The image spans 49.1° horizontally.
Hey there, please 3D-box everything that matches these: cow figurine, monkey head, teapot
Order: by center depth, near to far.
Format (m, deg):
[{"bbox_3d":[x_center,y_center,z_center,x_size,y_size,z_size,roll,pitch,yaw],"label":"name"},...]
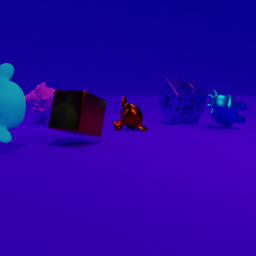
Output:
[{"bbox_3d":[-2.373,-0.399,4.924,1.042,1.448,0.872,7,-19,-37],"label":"monkey head"},{"bbox_3d":[0.008,-0.277,7.784,0.814,1.132,0.682,-33,-2,-37],"label":"monkey head"},{"bbox_3d":[2.736,-0.527,8.122,1.362,0.760,1.384,14,-13,-10],"label":"cow figurine"},{"bbox_3d":[-2.625,-0.865,8.577,0.952,0.798,1.323,-36,-3,-19],"label":"monkey head"},{"bbox_3d":[-3.021,-0.646,9.693,0.734,0.931,1.498,37,6,-8],"label":"teapot"}]

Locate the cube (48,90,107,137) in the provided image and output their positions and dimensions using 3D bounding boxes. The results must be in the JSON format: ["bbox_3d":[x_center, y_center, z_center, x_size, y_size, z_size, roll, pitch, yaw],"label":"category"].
[{"bbox_3d":[-1.005,-0.284,5.657,0.786,0.786,0.786,5,-7,30],"label":"cube"}]

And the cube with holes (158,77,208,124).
[{"bbox_3d":[1.822,-0.926,9.474,1.123,1.123,1.123,0,38,-16],"label":"cube with holes"}]
